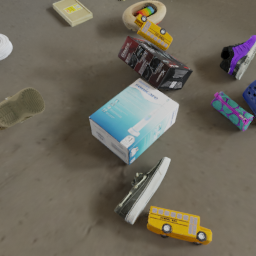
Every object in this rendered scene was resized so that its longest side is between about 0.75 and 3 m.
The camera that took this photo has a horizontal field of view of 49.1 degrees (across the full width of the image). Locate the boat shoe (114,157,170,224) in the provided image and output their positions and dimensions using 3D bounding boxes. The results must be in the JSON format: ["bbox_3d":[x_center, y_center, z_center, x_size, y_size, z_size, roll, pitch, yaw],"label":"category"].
[{"bbox_3d":[0.419,1.508,7.473,0.659,0.731,2.069,31,63,17],"label":"boat shoe"}]

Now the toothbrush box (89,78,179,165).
[{"bbox_3d":[0.201,-0.259,8.529,1.633,0.951,2.231,37,63,22],"label":"toothbrush box"}]

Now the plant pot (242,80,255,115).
[{"bbox_3d":[4.825,-1.127,8.891,1.502,1.350,1.502,-14,57,-11],"label":"plant pot"}]

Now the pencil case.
[{"bbox_3d":[3.325,-0.556,8.928,0.591,0.642,1.389,-47,62,6],"label":"pencil case"}]

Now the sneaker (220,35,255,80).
[{"bbox_3d":[4.096,-2.837,10.392,1.110,0.776,2.232,28,60,18],"label":"sneaker"}]

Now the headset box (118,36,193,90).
[{"bbox_3d":[0.856,-2.243,9.505,2.190,0.846,1.630,45,30,25],"label":"headset box"}]

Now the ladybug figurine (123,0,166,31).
[{"bbox_3d":[0.697,-4.597,11.602,1.997,0.718,1.355,-27,63,-16],"label":"ladybug figurine"}]

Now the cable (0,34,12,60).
[{"bbox_3d":[-5.195,-3.119,10.770,1.342,0.465,1.343,29,61,18],"label":"cable"}]

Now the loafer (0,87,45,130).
[{"bbox_3d":[-3.208,-0.551,7.973,0.777,0.876,2.305,-18,11,20],"label":"loafer"}]

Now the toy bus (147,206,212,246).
[{"bbox_3d":[1.265,2.446,6.976,1.557,0.507,0.610,10,55,7],"label":"toy bus"}]

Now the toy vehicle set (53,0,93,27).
[{"bbox_3d":[-2.435,-5.145,12.293,1.041,0.222,1.675,-32,61,-20],"label":"toy vehicle set"}]

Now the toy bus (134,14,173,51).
[{"bbox_3d":[0.776,-3.083,9.037,1.346,0.438,0.527,29,95,-13],"label":"toy bus"}]
